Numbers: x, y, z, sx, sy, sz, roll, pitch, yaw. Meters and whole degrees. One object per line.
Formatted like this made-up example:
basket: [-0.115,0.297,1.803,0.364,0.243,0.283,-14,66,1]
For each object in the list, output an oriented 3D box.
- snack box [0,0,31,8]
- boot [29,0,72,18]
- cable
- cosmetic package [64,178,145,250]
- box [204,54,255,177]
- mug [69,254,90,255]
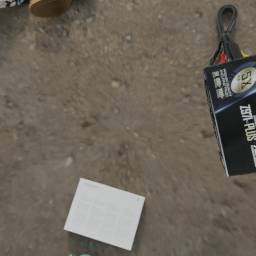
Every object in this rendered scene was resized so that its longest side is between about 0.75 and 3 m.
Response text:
snack box: [-4.197,-4.413,9.160,1.008,0.322,1.735,46,49,10]
boot: [-2.513,-4.896,9.478,2.427,0.894,1.877,-29,76,-15]
cable: [3.210,-2.656,9.178,1.434,0.743,2.953,-13,63,12]
cosmetic package: [-0.623,2.362,7.815,1.905,0.492,1.436,16,78,4]
box: [2.079,-0.185,5.270,0.945,2.194,1.797,-12,86,15]
mug: [-1.178,3.676,7.495,0.643,0.484,0.782,-19,76,-4]
